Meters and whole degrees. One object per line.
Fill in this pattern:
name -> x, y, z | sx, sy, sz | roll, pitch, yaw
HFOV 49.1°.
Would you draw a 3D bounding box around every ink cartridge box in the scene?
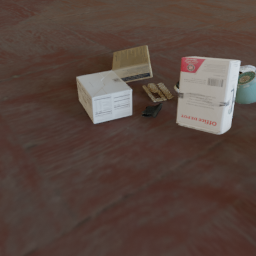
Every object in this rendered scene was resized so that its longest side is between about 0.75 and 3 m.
ink cartridge box -> 0.147, -2.381, 10.456 | 1.381, 0.630, 1.676 | -11, 37, 9
ink cartridge box -> 1.973, -0.850, 7.012 | 1.267, 1.740, 0.738 | 17, 23, 36

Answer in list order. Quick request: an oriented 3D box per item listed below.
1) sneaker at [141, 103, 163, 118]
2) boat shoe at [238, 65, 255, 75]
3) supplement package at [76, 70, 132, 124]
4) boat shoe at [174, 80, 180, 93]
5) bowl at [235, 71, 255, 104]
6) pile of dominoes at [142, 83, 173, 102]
sneaker -> 0.735, -0.572, 8.473 | 0.426, 0.245, 0.817 | 24, 47, 11
boat shoe -> 4.300, -2.123, 10.612 | 1.103, 0.391, 0.385 | 1, 65, -5
supplement package -> -0.733, -0.988, 8.511 | 1.226, 0.873, 1.575 | -14, 36, -20
boat shoe -> 2.104, -1.066, 8.623 | 1.388, 0.419, 0.525 | 23, 36, -16
bowl -> 3.812, -1.367, 8.882 | 1.150, 0.601, 1.150 | -26, 33, 18
pile of dominoes -> 1.007, -1.180, 9.498 | 0.806, 0.165, 1.034 | -9, 43, -19
